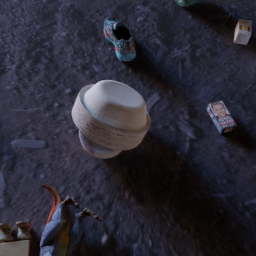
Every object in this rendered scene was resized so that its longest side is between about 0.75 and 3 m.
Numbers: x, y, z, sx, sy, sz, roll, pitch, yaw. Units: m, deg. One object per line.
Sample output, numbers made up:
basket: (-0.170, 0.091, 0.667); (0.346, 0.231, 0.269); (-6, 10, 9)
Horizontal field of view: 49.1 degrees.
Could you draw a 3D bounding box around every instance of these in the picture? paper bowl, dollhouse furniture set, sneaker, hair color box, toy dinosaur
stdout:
paper bowl: (-0.742, 0.208, 8.699); (1.489, 0.774, 1.489); (1, 72, -4)
dollhouse furniture set: (-3.233, 3.033, 6.805); (1.552, 1.031, 1.360); (-6, 57, -4)
sneaker: (-0.287, -3.871, 11.254); (0.980, 1.181, 2.471); (-20, 59, -13)
hair color box: (3.150, -0.372, 9.472); (0.535, 0.324, 1.070); (-15, 58, -9)
paper bowl: (-0.402, -0.546, 8.440); (2.356, 1.225, 2.356); (20, 33, -13)
toy dinosaur: (-1.752, 3.215, 6.979); (2.984, 1.567, 2.708); (10, 61, 49)

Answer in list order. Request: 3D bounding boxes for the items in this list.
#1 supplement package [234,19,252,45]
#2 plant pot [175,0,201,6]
supplement package: (4.828, -4.034, 11.752); (0.550, 0.530, 0.967); (12, 58, 8)
plant pot: (2.757, -6.437, 12.650); (1.467, 1.827, 1.827); (-38, 62, 2)
